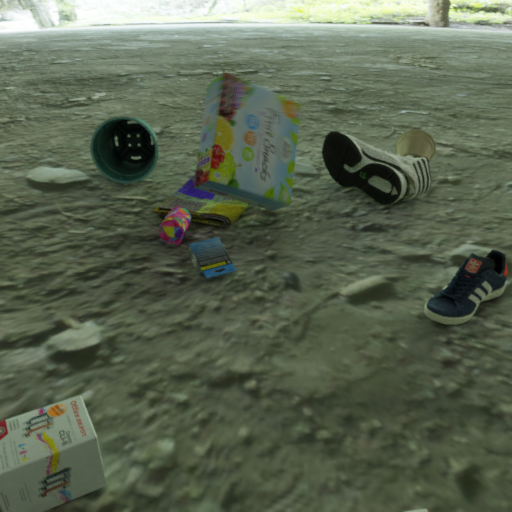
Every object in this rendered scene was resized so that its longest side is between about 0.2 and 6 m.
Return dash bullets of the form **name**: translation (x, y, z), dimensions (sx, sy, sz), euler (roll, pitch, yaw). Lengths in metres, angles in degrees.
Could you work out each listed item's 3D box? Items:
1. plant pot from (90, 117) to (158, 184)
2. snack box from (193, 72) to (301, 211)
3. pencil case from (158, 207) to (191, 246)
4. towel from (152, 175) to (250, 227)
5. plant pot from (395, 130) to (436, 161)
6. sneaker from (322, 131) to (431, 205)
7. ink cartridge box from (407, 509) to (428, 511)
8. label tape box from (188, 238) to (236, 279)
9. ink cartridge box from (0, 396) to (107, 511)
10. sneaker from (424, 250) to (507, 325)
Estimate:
- **plant pot**: translation (-3.500, -3.056, 15.451), dimensions (1.766, 1.766, 1.730), euler (-2, 21, -3)
- **snack box**: translation (-0.158, -2.546, 12.778), dimensions (2.161, 2.562, 0.867), euler (14, -13, -30)
- **pencil case**: translation (-1.725, -0.651, 11.959), dimensions (0.577, 0.577, 1.305), euler (1, 20, 2)
- **towel**: translation (-1.073, -1.465, 13.758), dimensions (1.992, 0.316, 2.773), euler (9, 30, 18)
- **plant pot**: translation (4.348, -2.767, 15.551), dimensions (1.133, 1.133, 1.037), euler (10, 41, 17)
- **sneaker**: translation (3.258, -2.336, 14.826), dimensions (1.876, 1.230, 3.261), euler (-8, 36, -32)
- **ink cartridge box**: translation (1.177, 3.056, 5.612), dimensions (1.433, 0.361, 0.781), euler (-4, 29, -9)
- **label tape box**: translation (-0.867, 0.110, 10.927), dimensions (0.652, 0.286, 0.904), euler (-14, 55, -24)
- **ink cartridge box**: translation (-2.414, 2.316, 6.459), dimensions (1.139, 0.824, 0.827), euler (-15, 32, -25)
- **sneaker**: translation (3.677, 0.463, 9.761), dimensions (2.077, 0.878, 0.779), euler (-25, 37, -36)
